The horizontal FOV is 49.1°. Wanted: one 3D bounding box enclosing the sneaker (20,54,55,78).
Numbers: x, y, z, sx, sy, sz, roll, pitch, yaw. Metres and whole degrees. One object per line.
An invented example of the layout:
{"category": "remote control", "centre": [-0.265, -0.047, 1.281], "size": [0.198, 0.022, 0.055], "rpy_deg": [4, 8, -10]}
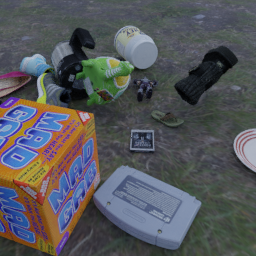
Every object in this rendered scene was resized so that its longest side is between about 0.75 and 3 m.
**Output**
{"category": "sneaker", "centre": [-4.154, -2.890, 13.744], "size": [1.499, 0.913, 2.296], "rpy_deg": [24, 23, -4]}

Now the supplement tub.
{"category": "supplement tub", "centre": [0.401, -4.204, 14.630], "size": [1.674, 1.674, 2.309], "rpy_deg": [-14, 39, -18]}

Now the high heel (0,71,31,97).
{"category": "high heel", "centre": [-5.407, -1.686, 11.975], "size": [1.413, 0.992, 2.947], "rpy_deg": [-2, 24, 14]}

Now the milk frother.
{"category": "milk frother", "centre": [-1.739, -2.748, 12.855], "size": [2.909, 2.625, 2.736], "rpy_deg": [31, 19, -38]}

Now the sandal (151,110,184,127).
{"category": "sandal", "centre": [1.485, -0.412, 10.782], "size": [1.378, 0.393, 0.547], "rpy_deg": [24, 44, 28]}

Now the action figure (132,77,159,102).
{"category": "action figure", "centre": [0.784, -1.876, 12.516], "size": [1.188, 0.634, 1.827], "rpy_deg": [-3, 34, 6]}

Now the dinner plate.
{"category": "dinner plate", "centre": [4.754, 0.882, 9.193], "size": [2.513, 0.305, 2.513], "rpy_deg": [-1, 38, 1]}

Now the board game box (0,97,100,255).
{"category": "board game box", "centre": [-2.417, 1.096, 7.080], "size": [2.515, 2.517, 2.515], "rpy_deg": [12, 39, 15]}

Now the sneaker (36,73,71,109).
{"category": "sneaker", "centre": [-2.942, -1.312, 11.334], "size": [1.191, 1.087, 2.942], "rpy_deg": [-16, 46, -1]}

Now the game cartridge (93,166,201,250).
{"category": "game cartridge", "centre": [0.441, 2.067, 7.534], "size": [2.579, 0.536, 1.717], "rpy_deg": [22, 47, 26]}

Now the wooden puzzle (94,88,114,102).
{"category": "wooden puzzle", "centre": [-0.724, -1.058, 8.956], "size": [0.449, 0.758, 0.053], "rpy_deg": [-10, 49, 44]}

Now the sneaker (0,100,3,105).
{"category": "sneaker", "centre": [-5.733, -0.747, 11.073], "size": [0.580, 0.575, 1.600], "rpy_deg": [29, 45, 23]}

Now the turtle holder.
{"category": "turtle holder", "centre": [-0.793, -1.959, 10.494], "size": [1.663, 2.342, 1.780], "rpy_deg": [-20, 64, -27]}

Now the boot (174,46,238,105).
{"category": "boot", "centre": [2.865, -1.962, 10.959], "size": [1.125, 2.235, 2.989], "rpy_deg": [44, 8, 4]}

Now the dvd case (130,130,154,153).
{"category": "dvd case", "centre": [0.505, 0.451, 9.880], "size": [0.835, 0.137, 1.111], "rpy_deg": [1, 37, 3]}
